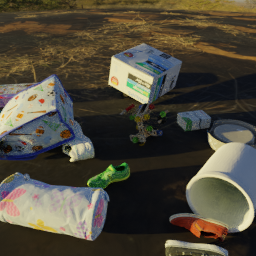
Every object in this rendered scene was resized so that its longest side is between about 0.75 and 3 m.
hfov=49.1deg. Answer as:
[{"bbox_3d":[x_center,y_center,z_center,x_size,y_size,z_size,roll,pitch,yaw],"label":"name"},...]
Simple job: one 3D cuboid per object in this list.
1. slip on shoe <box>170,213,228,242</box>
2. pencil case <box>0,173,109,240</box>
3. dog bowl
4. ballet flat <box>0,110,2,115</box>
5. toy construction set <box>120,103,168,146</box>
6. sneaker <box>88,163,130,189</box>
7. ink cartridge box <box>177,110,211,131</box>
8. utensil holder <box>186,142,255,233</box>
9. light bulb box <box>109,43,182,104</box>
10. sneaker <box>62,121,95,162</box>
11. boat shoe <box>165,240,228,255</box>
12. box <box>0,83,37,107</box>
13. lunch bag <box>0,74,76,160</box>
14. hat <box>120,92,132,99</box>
[{"bbox_3d":[1.728,2.460,6.964,1.436,0.532,0.439,8,53,19],"label":"slip on shoe"},{"bbox_3d":[-1.915,1.955,7.108,2.799,1.164,1.270,8,48,12],"label":"pencil case"},{"bbox_3d":[3.930,0.378,10.479,1.974,0.579,1.974,0,30,0],"label":"dog bowl"},{"bbox_3d":[-5.510,0.238,10.673,0.902,0.976,2.894,-25,23,12],"label":"ballet flat"},{"bbox_3d":[0.394,-0.167,10.645,1.760,1.468,1.352,31,49,30],"label":"toy construction set"},{"bbox_3d":[-0.607,1.426,8.622,1.443,0.603,0.534,-19,36,-29],"label":"sneaker"},{"bbox_3d":[2.770,-0.325,11.798,1.155,0.480,0.847,-8,31,-14],"label":"ink cartridge box"},{"bbox_3d":[2.719,1.487,7.522,1.666,1.666,1.961,18,32,29],"label":"utensil holder"},{"bbox_3d":[0.865,-2.835,14.379,2.617,1.647,2.640,32,45,24],"label":"light bulb box"},{"bbox_3d":[-2.038,0.415,10.211,0.918,0.806,2.291,-18,35,-23],"label":"sneaker"},{"bbox_3d":[1.534,2.866,6.334,1.396,0.479,0.395,4,50,10],"label":"boat shoe"},{"bbox_3d":[-5.421,-1.688,14.136,2.639,0.516,1.806,-5,30,-8],"label":"box"},{"bbox_3d":[-3.444,-0.238,10.087,2.838,1.757,2.412,-23,39,3],"label":"lunch bag"},{"bbox_3d":[-0.034,-1.779,14.517,0.784,0.316,0.784,1,29,0],"label":"hat"}]
